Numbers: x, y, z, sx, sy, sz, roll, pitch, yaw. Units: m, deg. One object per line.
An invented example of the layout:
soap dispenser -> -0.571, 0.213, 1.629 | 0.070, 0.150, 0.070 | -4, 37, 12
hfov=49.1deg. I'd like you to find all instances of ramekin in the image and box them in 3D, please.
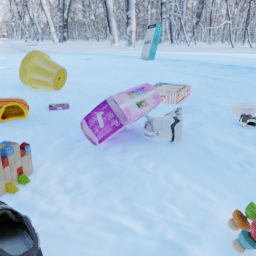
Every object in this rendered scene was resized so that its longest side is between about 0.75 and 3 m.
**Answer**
ramekin -> 4.934, -0.732, 11.978 | 1.059, 0.516, 1.059 | 0, 20, 0

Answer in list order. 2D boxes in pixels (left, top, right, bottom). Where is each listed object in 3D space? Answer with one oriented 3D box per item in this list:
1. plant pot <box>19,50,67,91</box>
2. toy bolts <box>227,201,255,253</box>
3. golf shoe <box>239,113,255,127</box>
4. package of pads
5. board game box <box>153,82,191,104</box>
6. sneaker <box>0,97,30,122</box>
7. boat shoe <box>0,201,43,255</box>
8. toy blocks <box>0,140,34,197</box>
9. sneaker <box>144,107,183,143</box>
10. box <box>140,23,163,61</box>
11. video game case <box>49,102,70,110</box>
plant pot -> -5.030, -3.328, 17.161 | 2.176, 2.313, 2.313 | 23, 25, 14
toy bolts -> 2.152, 1.874, 4.858 | 0.865, 0.628, 0.906 | 49, 23, 10
golf shoe -> 5.027, -0.239, 10.775 | 1.403, 0.542, 0.618 | -4, 34, 8
package of pads -> -0.183, -0.565, 9.722 | 1.753, 1.101, 2.909 | -37, -2, 32
board game box -> 2.156, -1.964, 15.355 | 1.931, 0.590, 2.549 | 10, 22, 26
sneaker -> -5.504, -0.725, 11.279 | 2.880, 1.051, 1.111 | -9, 33, -14
boat shoe -> -2.078, 1.711, 4.696 | 0.894, 0.730, 2.421 | -13, 23, -33
toy blocks -> -2.838, 0.822, 6.668 | 0.807, 1.104, 1.614 | 6, 20, 17
sneaker -> 1.264, -0.213, 9.966 | 1.308, 0.855, 2.276 | 6, 23, 7
box -> 0.813, -2.985, 9.783 | 0.297, 1.208, 0.497 | 15, -1, -35
video game case -> -3.307, -1.054, 13.412 | 0.952, 0.170, 0.863 | -6, 20, -15
